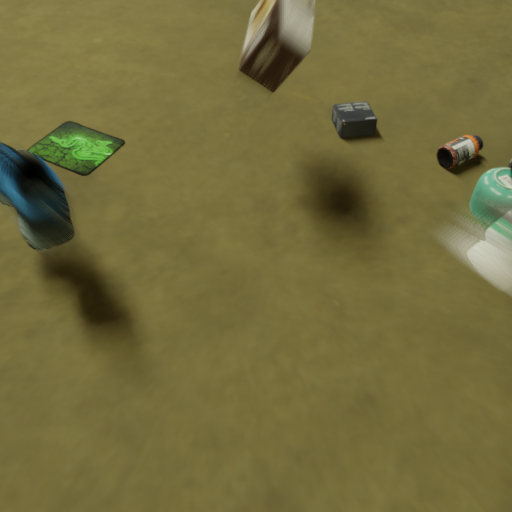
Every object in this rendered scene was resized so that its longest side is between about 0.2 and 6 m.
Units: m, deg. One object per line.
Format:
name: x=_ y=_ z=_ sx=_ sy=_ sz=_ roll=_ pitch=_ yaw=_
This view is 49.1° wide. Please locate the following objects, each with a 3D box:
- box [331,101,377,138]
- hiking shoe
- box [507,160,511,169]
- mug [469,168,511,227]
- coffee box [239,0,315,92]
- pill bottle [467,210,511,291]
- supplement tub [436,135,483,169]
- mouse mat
box: x=2.131 y=-2.976 z=12.231 sx=0.805 sy=0.419 sz=0.733 roll=-6 pitch=46 yaw=-5
hiking shoe: x=-3.449 y=-1.205 z=8.373 sx=0.936 sy=1.090 sz=2.515 roll=-24 pitch=51 yaw=-37
box: x=5.651 y=-1.491 z=10.252 sx=1.856 sy=0.461 sz=1.842 roll=33 pitch=29 yaw=16
mug: x=4.657 y=-1.091 z=10.245 sx=1.274 sy=0.788 sz=1.047 roll=16 pitch=49 yaw=16
coffee box: x=0.375 y=-3.779 z=9.377 sx=0.728 sy=1.031 sz=1.825 roll=28 pitch=48 yaw=-23
pill bottle: x=2.201 y=-0.158 z=4.502 sx=0.512 sy=0.906 sz=0.512 roll=33 pitch=29 yaw=-21
supplement tub: x=4.179 y=-2.153 z=11.427 sx=0.939 sy=0.502 sz=0.502 roll=-25 pitch=52 yaw=-22
mouse mat: x=-3.824 y=-2.316 z=11.882 sx=1.692 sy=0.064 sz=1.361 roll=22 pitch=51 yaw=18
